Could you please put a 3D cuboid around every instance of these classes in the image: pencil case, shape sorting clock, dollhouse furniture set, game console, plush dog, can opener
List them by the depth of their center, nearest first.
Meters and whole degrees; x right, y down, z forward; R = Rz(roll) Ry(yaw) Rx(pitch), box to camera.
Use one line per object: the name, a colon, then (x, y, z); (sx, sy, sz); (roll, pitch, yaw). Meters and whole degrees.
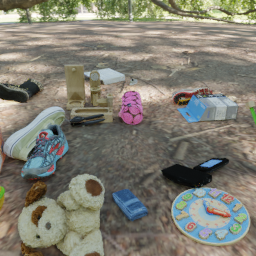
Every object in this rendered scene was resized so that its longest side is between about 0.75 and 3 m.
plush dog: (-1.368, 1.849, 5.626); (1.587, 1.847, 1.482); (3, -9, -16)
shape sorting clock: (1.882, 1.951, 6.462); (1.736, 0.341, 1.736); (0, 26, 0)
game console: (2.030, 1.159, 7.970); (2.064, 0.249, 1.217); (-15, 18, -37)
can opener: (-1.557, -0.281, 10.854); (1.364, 0.432, 0.536); (-7, 17, -11)
pencil case: (0.118, -0.924, 11.701); (0.948, 0.919, 2.024); (-3, 24, 2)
dollhouse furniture set: (-1.687, -1.496, 11.737); (2.093, 1.793, 2.200); (-1, 27, -3)

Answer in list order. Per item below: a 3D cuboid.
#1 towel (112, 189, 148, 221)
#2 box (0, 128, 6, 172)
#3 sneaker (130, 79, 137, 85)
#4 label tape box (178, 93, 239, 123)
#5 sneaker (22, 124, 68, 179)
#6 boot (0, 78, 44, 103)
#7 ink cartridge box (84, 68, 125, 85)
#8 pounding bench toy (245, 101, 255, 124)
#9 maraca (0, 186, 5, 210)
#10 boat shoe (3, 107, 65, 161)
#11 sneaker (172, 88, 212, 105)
towel: (0.038, 1.837, 6.819); (0.528, 0.230, 0.946); (-14, 29, -28)
box: (-4.156, 0.688, 8.029); (0.840, 1.203, 1.581); (-6, 27, -11)
sneaker: (0.330, -2.643, 15.757); (0.296, 0.325, 0.792); (9, 28, 18)
label tape box: (3.320, -0.882, 11.830); (2.069, 0.655, 1.492); (-4, 27, -9)
sneaker: (-2.522, 0.604, 8.233); (0.925, 1.114, 2.332); (-2, 23, 7)
boot: (-5.418, -1.959, 13.852); (2.137, 0.782, 1.609); (13, 30, 17)
ink cartridge box: (-1.466, -2.985, 16.370); (1.914, 0.389, 1.911); (-16, 31, -29)
pounding bench toy: (4.875, -0.245, 9.780); (1.578, 1.231, 0.980); (8, -4, 15)
maraca: (-3.294, 1.711, 6.111); (1.162, 0.907, 1.695); (-28, 15, -10)
boat shoe: (-2.908, 0.220, 9.512); (0.879, 1.020, 2.834); (27, 39, 9)
sneaker: (3.002, -1.588, 13.136); (1.978, 0.770, 0.812); (-4, 26, -8)
